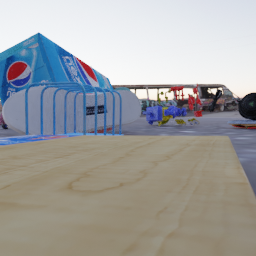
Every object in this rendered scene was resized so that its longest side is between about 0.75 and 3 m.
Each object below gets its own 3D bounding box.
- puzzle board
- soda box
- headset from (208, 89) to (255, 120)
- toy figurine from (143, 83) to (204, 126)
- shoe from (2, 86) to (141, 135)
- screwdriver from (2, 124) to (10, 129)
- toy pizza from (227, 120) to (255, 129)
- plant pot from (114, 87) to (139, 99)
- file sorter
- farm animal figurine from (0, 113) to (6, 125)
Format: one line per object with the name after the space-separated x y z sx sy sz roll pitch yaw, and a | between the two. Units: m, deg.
-0.396 0.176 1.182 1.622 0.187 2.152 0 2 18 | puzzle board
-1.133 -0.702 5.433 1.000 0.946 2.947 -23 -9 14 | soda box
2.974 -0.403 6.845 1.866 0.877 1.152 30 9 16 | headset
0.991 -0.630 8.660 1.419 1.249 2.368 -7 4 -26 | toy figurine
-0.822 -0.168 4.169 1.944 0.694 0.884 -6 -8 -28 | shoe
-2.690 -0.039 6.281 0.130 0.135 0.930 -4 1 -35 | screwdriver
3.050 -0.083 6.819 1.205 0.191 1.205 -1 3 0 | toy pizza
-0.167 -1.770 21.500 2.485 2.485 1.994 -1 16 -24 | plant pot
-0.532 -0.140 3.057 0.702 0.621 1.012 2 3 19 | file sorter
-4.777 -0.523 8.977 1.397 0.870 1.730 0 3 -5 | farm animal figurine
